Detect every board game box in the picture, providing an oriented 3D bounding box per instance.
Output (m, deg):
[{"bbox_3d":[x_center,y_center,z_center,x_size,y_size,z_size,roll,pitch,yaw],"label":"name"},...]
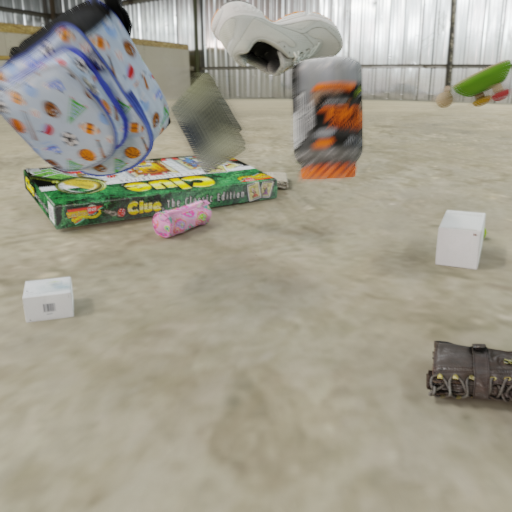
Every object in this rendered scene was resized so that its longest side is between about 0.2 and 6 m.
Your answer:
[{"bbox_3d":[-2.682,-1.873,14.696,5.869,0.688,3.075,-12,31,-31],"label":"board game box"}]

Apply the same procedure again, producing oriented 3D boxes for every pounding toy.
[{"bbox_3d":[4.307,-3.167,10.840,1.402,0.651,1.082,-24,2,8],"label":"pounding toy"}]

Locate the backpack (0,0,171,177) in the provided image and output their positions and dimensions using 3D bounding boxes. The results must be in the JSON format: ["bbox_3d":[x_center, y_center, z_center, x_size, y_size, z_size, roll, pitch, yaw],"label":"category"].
[{"bbox_3d":[-2.399,-2.212,8.117,2.275,2.167,1.753,-10,48,35],"label":"backpack"}]

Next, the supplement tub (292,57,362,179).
[{"bbox_3d":[1.204,-2.279,9.478,1.168,1.907,1.168,-2,7,0],"label":"supplement tub"}]

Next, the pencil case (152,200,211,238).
[{"bbox_3d":[-1.606,-0.840,12.355,0.626,0.626,1.431,15,26,35],"label":"pencil case"}]

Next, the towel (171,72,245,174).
[{"bbox_3d":[-0.949,-2.631,11.271,0.288,1.607,1.669,-31,6,-34],"label":"towel"}]

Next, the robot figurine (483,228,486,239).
[{"bbox_3d":[4.638,-0.509,11.908,0.531,0.307,0.466,12,23,29],"label":"robot figurine"}]

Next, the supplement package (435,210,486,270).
[{"bbox_3d":[3.941,-0.341,10.767,0.769,0.767,1.311,8,21,22],"label":"supplement package"}]

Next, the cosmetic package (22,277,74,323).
[{"bbox_3d":[-3.163,0.649,8.558,0.684,0.422,0.687,-6,19,-17],"label":"cosmetic package"}]

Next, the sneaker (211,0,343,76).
[{"bbox_3d":[0.486,-3.426,9.362,2.459,0.931,1.131,-6,62,-28],"label":"sneaker"}]

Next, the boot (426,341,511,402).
[{"bbox_3d":[2.770,1.487,6.124,1.744,0.694,2.003,-1,15,14],"label":"boot"}]

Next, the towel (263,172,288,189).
[{"bbox_3d":[0.432,-2.265,16.809,1.049,0.273,1.583,2,20,1],"label":"towel"}]
